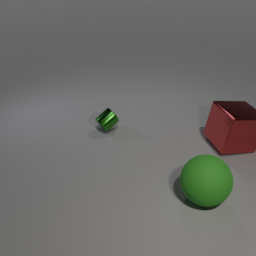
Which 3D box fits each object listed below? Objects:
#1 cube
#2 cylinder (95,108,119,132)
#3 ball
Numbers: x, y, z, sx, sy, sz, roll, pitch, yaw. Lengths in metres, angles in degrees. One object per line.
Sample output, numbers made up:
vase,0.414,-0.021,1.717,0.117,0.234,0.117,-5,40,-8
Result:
cube,3.779,-0.052,9.993,1.400,1.400,1.400,-1,31,-16
cylinder,-0.824,-0.321,11.088,0.700,0.700,0.700,-43,43,-8
ball,2.135,1.426,7.658,1.400,1.400,1.400,0,31,0
